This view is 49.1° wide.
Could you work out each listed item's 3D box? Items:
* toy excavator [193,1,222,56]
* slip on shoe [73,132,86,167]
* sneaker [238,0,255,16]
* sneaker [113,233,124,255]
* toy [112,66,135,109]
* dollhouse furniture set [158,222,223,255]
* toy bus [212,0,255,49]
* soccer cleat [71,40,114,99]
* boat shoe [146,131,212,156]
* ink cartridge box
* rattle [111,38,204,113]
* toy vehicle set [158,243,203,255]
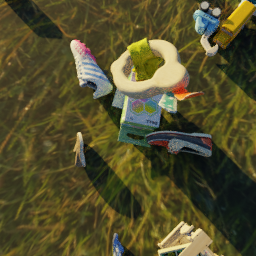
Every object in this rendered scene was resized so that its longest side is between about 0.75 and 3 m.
[{"bbox_3d":[2.834,-3.506,10.073,1.456,0.748,1.497,34,89,11],"label":"toy excavator"},{"bbox_3d":[-1.579,0.693,8.947,0.337,0.423,1.112,-7,81,-9],"label":"slip on shoe"},{"bbox_3d":[4.950,-4.511,10.322,1.560,0.639,0.576,4,75,1],"label":"sneaker"},{"bbox_3d":[-0.288,3.491,8.202,0.325,0.292,0.790,-2,78,-7],"label":"sneaker"},{"bbox_3d":[0.101,-1.351,9.517,0.912,0.374,1.585,16,84,-4],"label":"toy"},{"bbox_3d":[1.648,3.262,7.222,1.004,2.268,1.175,-41,79,-10],"label":"dollhouse furniture set"},{"bbox_3d":[3.800,-3.682,10.052,0.575,0.691,1.765,39,78,10],"label":"toy bus"},{"bbox_3d":[-1.437,-2.005,9.513,0.991,0.802,2.297,-37,78,-10],"label":"soccer cleat"},{"bbox_3d":[1.614,0.506,8.852,2.120,0.754,0.663,4,76,-4],"label":"boat shoe"},{"bbox_3d":[0.432,-0.569,8.962,1.132,0.646,2.180,12,80,-10],"label":"ink cartridge box"},{"bbox_3d":[0.861,-0.859,6.892,1.756,1.926,2.697,-34,51,-20],"label":"rattle"},{"bbox_3d":[1.635,4.282,7.806,1.197,0.255,1.927,-12,84,-4],"label":"toy vehicle set"}]
